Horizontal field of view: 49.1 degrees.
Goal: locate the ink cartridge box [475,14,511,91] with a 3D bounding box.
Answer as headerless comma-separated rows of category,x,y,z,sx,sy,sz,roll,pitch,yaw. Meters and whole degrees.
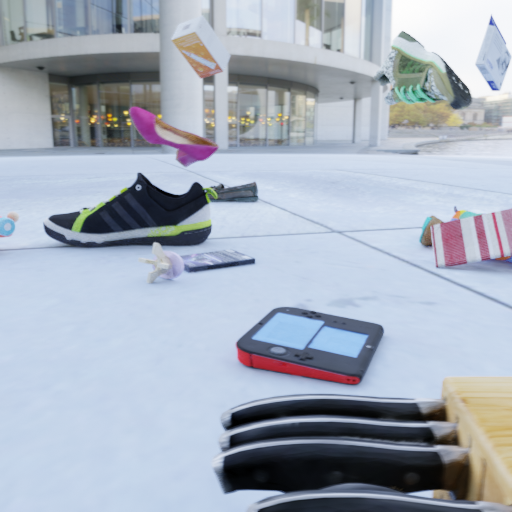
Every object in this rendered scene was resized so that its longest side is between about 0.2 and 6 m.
ink cartridge box,5.210,-4.395,12.161,0.244,1.204,1.201,14,-5,42

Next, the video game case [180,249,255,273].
video game case,-0.785,0.079,9.825,1.269,0.120,0.906,-9,16,-30

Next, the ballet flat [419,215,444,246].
ballet flat,3.732,-0.477,11.553,0.619,0.581,1.712,23,15,13

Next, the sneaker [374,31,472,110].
sneaker,2.947,-3.083,10.213,1.013,1.168,2.635,30,25,-30

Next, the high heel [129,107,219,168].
high heel,-1.410,-2.151,9.722,0.784,1.635,0.551,-23,46,27

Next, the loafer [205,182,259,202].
loafer,-0.943,-2.075,17.948,2.063,0.649,0.741,1,13,5

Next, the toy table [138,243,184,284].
toy table,-1.492,0.133,8.701,0.679,0.624,0.398,-3,-8,37

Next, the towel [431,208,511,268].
towel,3.770,-0.283,9.564,1.453,0.165,1.047,-12,42,22

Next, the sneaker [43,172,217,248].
sneaker,-2.551,-1.000,11.501,3.495,1.447,1.253,-1,13,-5

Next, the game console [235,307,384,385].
game console,0.604,0.902,6.007,1.331,0.234,1.505,5,14,21

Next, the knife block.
knife block,1.495,1.206,2.849,3.197,1.023,2.806,-13,20,-42

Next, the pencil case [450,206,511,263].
pencil case,4.427,-0.340,9.939,0.912,0.912,2.063,-13,21,-43

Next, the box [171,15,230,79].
box,-1.140,-4.316,11.638,0.662,0.519,1.065,-4,-35,34

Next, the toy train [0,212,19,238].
toy train,-6.211,-0.465,10.790,3.035,0.844,2.280,11,15,29
